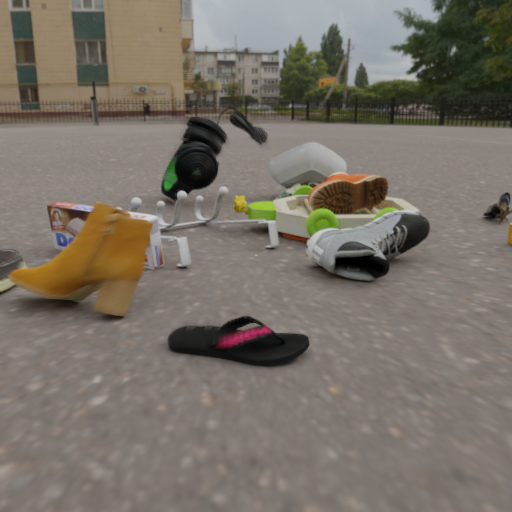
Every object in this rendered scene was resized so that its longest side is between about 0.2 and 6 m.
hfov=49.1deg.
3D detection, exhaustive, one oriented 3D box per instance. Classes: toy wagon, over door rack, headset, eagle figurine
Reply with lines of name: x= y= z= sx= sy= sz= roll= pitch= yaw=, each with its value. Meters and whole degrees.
toy wagon: x=1.407 y=-0.905 z=11.953 sx=3.788 sy=0.749 sz=2.939 roll=-1 pitch=16 yaw=-2
over door rack: x=-1.240 y=-0.727 z=10.971 sx=2.168 sy=0.978 sz=2.935 roll=-13 pitch=21 yaw=-34
headset: x=-1.238 y=-2.595 z=14.482 sx=1.571 sy=2.065 sz=3.343 roll=29 pitch=-39 yaw=-25
eagle figurine: x=5.574 y=-1.050 z=12.817 sx=0.667 sy=0.663 sz=0.879 roll=-7 pitch=26 yaw=13

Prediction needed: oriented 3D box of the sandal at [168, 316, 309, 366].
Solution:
sandal: x=-0.226 y=0.915 z=6.393 sx=1.656 sy=0.373 sz=0.622 roll=3 pitch=19 yaw=12

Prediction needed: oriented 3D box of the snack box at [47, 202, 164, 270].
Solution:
snack box: x=-2.701 y=-0.389 z=9.912 sx=2.476 sy=0.890 sz=0.301 roll=10 pitch=26 yaw=30

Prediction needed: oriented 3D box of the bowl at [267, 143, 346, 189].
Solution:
bowl: x=1.382 y=-2.211 z=15.076 sx=1.768 sy=0.661 sz=1.770 roll=-20 pitch=-29 yaw=38

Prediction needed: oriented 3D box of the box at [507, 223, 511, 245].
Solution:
box: x=5.680 y=-0.229 z=10.176 sx=1.364 sy=0.475 sz=2.290 roll=-2 pitch=19 yaw=-7

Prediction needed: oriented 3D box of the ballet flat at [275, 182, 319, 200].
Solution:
ballet flat: x=1.294 y=-1.681 z=14.880 sx=1.619 sy=0.601 sz=0.601 roll=-2 pitch=17 yaw=-7

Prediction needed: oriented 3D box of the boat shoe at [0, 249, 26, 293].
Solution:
boat shoe: x=-4.369 y=0.232 z=7.856 sx=0.990 sy=0.877 sz=2.705 roll=5 pitch=17 yaw=21

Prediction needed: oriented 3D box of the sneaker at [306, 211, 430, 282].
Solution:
sneaker: x=2.073 y=-0.057 z=9.207 sx=2.274 sy=0.853 sz=1.313 roll=-14 pitch=24 yaw=-12

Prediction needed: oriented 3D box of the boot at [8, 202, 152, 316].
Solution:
boot: x=-2.396 y=-0.063 z=7.716 sx=1.994 sy=1.428 sz=0.702 roll=12 pitch=-5 yaw=19

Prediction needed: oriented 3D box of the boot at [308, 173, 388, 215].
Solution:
boot: x=1.669 y=-1.316 z=11.758 sx=2.151 sy=0.807 sz=1.153 roll=-15 pitch=27 yaw=-40
